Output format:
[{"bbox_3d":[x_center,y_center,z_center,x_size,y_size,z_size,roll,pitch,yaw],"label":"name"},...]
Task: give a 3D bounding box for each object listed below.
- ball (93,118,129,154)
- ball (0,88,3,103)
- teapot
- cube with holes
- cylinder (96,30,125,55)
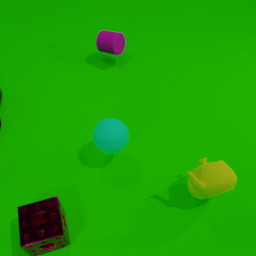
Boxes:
[{"bbox_3d":[-0.455,0.214,7.428,0.942,0.942,0.942,0,53,0],"label":"ball"},{"bbox_3d":[-4.512,-1.061,9.012,0.876,0.876,0.876,0,53,0],"label":"ball"},{"bbox_3d":[1.970,1.198,6.878,1.901,1.182,0.931,-4,71,-49],"label":"teapot"},{"bbox_3d":[-1.915,2.273,6.445,0.905,0.905,0.905,-14,54,-10],"label":"cube with holes"},{"bbox_3d":[-0.614,-3.058,10.041,0.777,0.777,0.777,19,54,28],"label":"cylinder"}]
